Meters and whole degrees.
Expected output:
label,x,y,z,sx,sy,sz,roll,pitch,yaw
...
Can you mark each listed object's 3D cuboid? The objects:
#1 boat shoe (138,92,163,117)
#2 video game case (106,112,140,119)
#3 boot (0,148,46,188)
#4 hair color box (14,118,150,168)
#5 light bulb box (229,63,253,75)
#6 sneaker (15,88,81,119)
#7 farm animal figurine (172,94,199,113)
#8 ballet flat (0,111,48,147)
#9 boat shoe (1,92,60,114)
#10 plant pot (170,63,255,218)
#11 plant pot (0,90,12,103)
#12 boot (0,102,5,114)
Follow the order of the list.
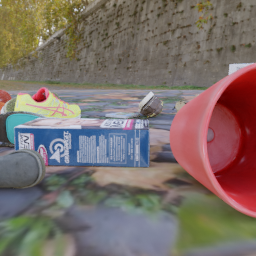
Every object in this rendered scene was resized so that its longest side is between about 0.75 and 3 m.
label,x,y,z,sx,sy,sz,roll,pitch,yaw
boat shoe,1.022,-0.870,11.916,0.816,0.985,2.742,42,1,4
video game case,-0.223,-0.558,12.183,1.117,0.123,1.016,8,12,37
boot,-2.081,0.684,3.407,1.514,0.604,1.665,-11,-2,23
hair color box,-0.807,0.241,5.587,2.462,0.745,1.231,0,10,3
light bulb box,5.352,-1.479,11.264,1.407,2.235,2.254,-6,12,-35
sneaker,-2.665,-0.747,9.753,1.136,1.313,2.907,3,9,28
farm animal figurine,3.090,-0.800,10.380,2.290,1.194,2.265,-3,10,-17
ballet flat,-2.865,0.022,6.616,2.453,0.882,0.882,-1,10,-9
boat shoe,-3.680,-0.651,10.484,1.001,1.094,2.927,-18,4,23
plant pot,1.441,0.129,3.810,1.808,1.808,1.600,-2,0,-14
plant pot,-6.594,-1.287,14.090,1.088,1.088,1.058,1,18,3
boot,-5.178,-0.701,11.250,1.217,0.851,2.269,-2,17,-30
